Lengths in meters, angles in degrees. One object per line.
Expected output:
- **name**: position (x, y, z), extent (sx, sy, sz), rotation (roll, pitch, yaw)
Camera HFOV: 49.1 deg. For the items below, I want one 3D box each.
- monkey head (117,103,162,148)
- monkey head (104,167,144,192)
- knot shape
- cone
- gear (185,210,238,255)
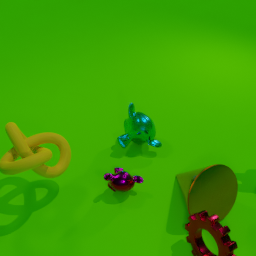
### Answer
- **monkey head**: position (0.245, 0.094, 7.883), extent (1.489, 0.897, 1.071), rotation (54, 47, -4)
- **monkey head**: position (-0.159, 1.215, 6.864), extent (1.002, 0.604, 0.721), rotation (8, 55, -17)
- **knot shape**: position (-2.035, 0.557, 6.360), extent (1.561, 0.771, 1.668), rotation (16, 24, -31)
- **cone**: position (1.576, 1.360, 6.747), extent (1.424, 1.424, 1.429), rotation (-20, 18, -21)
- **gear**: position (1.565, 2.185, 5.368), extent (0.211, 1.140, 1.140), rotation (-12, 41, -30)
